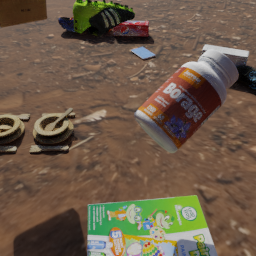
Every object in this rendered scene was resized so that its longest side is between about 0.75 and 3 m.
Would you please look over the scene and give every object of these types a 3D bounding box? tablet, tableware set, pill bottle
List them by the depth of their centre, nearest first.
[{"bbox_3d":[1.163,-0.555,5.489,1.981,1.111,1.111,-45,51,-4],"label":"pill bottle"},{"bbox_3d":[-2.984,-0.067,8.314,2.661,0.533,1.759,-1,40,-2],"label":"tableware set"},{"bbox_3d":[0.673,-3.385,12.652,0.696,0.073,1.070,-21,44,-23],"label":"tablet"}]

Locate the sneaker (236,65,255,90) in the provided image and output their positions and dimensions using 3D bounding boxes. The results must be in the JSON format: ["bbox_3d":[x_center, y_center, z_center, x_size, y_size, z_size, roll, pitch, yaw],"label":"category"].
[{"bbox_3d":[4.569,-1.839,10.375,1.689,0.618,0.692,23,45,25],"label":"sneaker"}]

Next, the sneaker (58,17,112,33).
[{"bbox_3d":[-2.222,-5.666,14.573,2.819,1.106,1.062,0,39,0],"label":"sneaker"}]

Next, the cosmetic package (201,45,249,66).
[{"bbox_3d":[3.819,-2.708,11.214,1.742,0.886,0.645,15,42,17],"label":"cosmetic package"}]

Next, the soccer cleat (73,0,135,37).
[{"bbox_3d":[-0.517,-2.411,6.179,0.611,0.733,1.809,30,32,29],"label":"soccer cleat"}]

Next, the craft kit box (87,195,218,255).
[{"bbox_3d":[0.443,2.495,5.272,2.420,0.594,2.450,-2,40,-7],"label":"craft kit box"}]

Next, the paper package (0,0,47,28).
[{"bbox_3d":[-2.845,-3.394,7.232,1.340,1.277,0.693,-22,68,-23],"label":"paper package"}]

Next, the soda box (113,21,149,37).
[{"bbox_3d":[0.164,-5.051,14.207,1.787,0.626,0.567,3,40,3],"label":"soda box"}]
